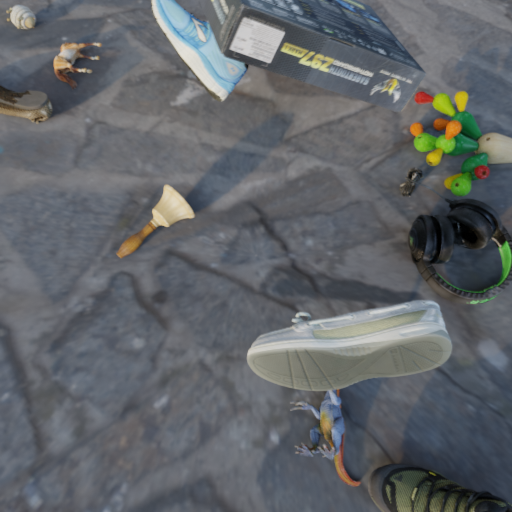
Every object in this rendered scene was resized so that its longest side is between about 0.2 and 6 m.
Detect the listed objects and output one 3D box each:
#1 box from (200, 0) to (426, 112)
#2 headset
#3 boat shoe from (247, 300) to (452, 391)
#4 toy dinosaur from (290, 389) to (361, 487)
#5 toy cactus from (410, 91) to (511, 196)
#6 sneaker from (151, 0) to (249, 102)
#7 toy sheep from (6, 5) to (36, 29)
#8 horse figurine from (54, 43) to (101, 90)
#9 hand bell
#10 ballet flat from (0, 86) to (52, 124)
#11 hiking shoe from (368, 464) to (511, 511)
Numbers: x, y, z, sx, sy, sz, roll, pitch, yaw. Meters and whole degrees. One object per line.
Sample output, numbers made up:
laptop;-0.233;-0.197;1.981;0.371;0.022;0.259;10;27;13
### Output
box;0.849;-3.914;9.571;3.486;0.889;2.749;9;43;-27
headset;3.512;-0.391;10.335;1.732;1.318;2.805;-21;72;-12
boat shoe;1.172;1.131;7.404;2.604;0.960;0.835;-12;40;13
toy dinosaur;1.060;2.439;8.541;0.814;1.551;1.407;-22;20;36
toy cactus;4.402;-2.400;11.518;2.302;1.426;2.789;6;46;-8
sneaker;-0.934;-3.752;9.678;0.994;0.866;2.210;-38;84;5
toy sheep;-6.077;-6.183;14.491;0.899;0.620;0.620;40;63;11
horse figurine;-4.438;-4.726;13.556;1.096;0.413;1.654;7;56;7
hand bell;-2.007;-0.535;10.530;1.563;0.814;0.814;-43;64;-13
ballet flat;-5.730;-3.481;12.646;2.664;0.617;0.897;14;55;16
hiking shoe;2.705;3.312;7.352;2.423;1.220;0.918;19;57;13
